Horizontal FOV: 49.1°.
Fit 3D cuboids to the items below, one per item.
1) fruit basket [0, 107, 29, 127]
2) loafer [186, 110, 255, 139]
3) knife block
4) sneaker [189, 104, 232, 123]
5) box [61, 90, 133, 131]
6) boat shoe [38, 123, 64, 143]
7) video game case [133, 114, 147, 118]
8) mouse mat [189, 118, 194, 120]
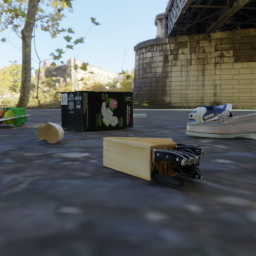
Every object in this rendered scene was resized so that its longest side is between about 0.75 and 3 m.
[{"bbox_3d":[-5.213,-0.343,11.584,1.710,0.865,1.846,5,22,45],"label":"fruit basket"},{"bbox_3d":[2.982,-0.154,7.693,2.738,0.861,0.984,2,5,24],"label":"loafer"},{"bbox_3d":[0.255,0.404,3.631,1.390,0.445,1.220,1,4,7],"label":"knife block"},{"bbox_3d":[3.657,-0.626,12.471,1.753,0.965,2.394,6,12,20],"label":"sneaker"},{"bbox_3d":[-1.143,-0.678,10.528,2.259,1.404,1.678,-3,6,-39],"label":"box"},{"bbox_3d":[-1.835,0.095,7.009,0.483,0.493,1.393,-4,5,-33],"label":"boat shoe"},{"bbox_3d":[0.363,-0.856,19.538,1.826,0.221,2.006,0,5,1],"label":"video game case"},{"bbox_3d":[4.072,-0.587,15.226,1.254,0.047,1.009,-1,-18,-8],"label":"mouse mat"}]
